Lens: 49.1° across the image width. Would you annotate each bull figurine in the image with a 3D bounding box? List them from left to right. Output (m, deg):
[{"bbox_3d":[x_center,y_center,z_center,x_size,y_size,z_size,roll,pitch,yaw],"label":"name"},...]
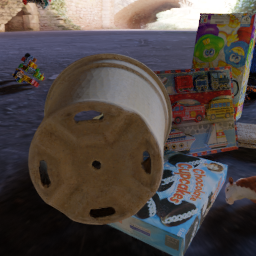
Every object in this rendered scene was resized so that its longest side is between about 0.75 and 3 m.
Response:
[{"bbox_3d":[2.195,0.992,4.314,1.349,0.439,0.819,-9,26,-17],"label":"bull figurine"}]

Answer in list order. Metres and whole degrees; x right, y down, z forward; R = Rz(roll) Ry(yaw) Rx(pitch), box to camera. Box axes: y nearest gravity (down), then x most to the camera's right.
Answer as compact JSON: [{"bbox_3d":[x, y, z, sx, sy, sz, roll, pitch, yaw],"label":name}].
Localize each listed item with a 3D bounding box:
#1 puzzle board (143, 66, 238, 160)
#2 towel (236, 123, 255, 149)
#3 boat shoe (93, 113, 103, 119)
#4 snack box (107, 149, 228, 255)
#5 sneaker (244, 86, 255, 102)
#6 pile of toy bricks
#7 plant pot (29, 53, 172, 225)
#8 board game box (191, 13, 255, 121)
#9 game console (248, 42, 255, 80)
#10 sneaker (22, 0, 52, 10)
[{"bbox_3d":[1.178,-0.290,5.664,2.385,1.797,0.207,-7,2,-17],"label":"puzzle board"},{"bbox_3d":[3.105,0.207,6.385,1.557,0.268,1.032,7,23,18],"label":"towel"},{"bbox_3d":[-0.170,-0.014,5.789,0.844,0.953,2.604,-24,19,10],"label":"boat shoe"},{"bbox_3d":[0.695,0.996,4.370,1.167,0.373,2.010,14,26,29],"label":"snack box"},{"bbox_3d":[3.849,-1.231,9.493,1.344,0.521,0.753,5,22,11],"label":"sneaker"},{"bbox_3d":[-3.963,-2.286,11.613,1.112,1.250,2.253,32,-6,-30],"label":"pile of toy bricks"},{"bbox_3d":[-0.328,0.139,3.870,2.179,2.179,1.995,0,18,0],"label":"plant pot"},{"bbox_3d":[2.450,-1.549,7.348,1.328,2.532,1.304,11,13,26],"label":"board game box"},{"bbox_3d":[5.625,-3.009,12.248,2.833,1.676,2.418,19,30,36],"label":"game console"},{"bbox_3d":[-3.094,-4.163,8.246,1.796,0.840,0.632,23,-17,-19],"label":"sneaker"}]
